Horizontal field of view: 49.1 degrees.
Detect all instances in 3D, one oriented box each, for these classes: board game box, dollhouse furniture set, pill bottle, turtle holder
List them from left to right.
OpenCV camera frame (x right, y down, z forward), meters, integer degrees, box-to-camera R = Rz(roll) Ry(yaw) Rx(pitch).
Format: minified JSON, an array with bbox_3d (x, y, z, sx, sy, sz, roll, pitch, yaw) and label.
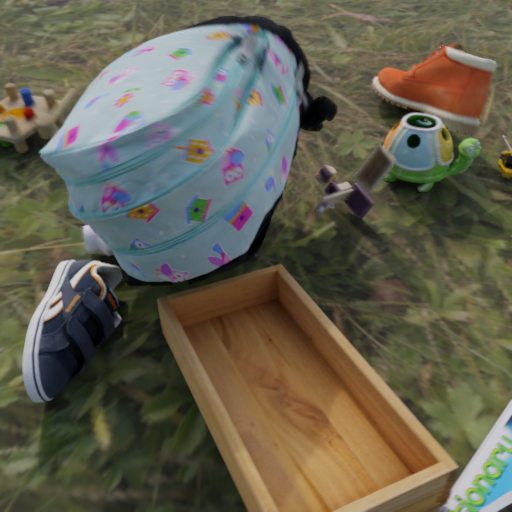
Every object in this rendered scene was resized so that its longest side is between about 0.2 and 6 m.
[{"bbox_3d":[-1.999,-0.301,8.303,1.013,0.564,0.564,-7,46,-8],"label":"pill bottle"},{"bbox_3d":[1.312,-1.214,8.403,0.922,1.299,1.029,-20,66,-37],"label":"dollhouse furniture set"},{"bbox_3d":[2.812,-1.732,9.324,1.099,1.028,1.447,-31,48,-26],"label":"turtle holder"},{"bbox_3d":[2.729,3.055,4.908,2.506,0.687,3.969,34,54,28],"label":"board game box"}]

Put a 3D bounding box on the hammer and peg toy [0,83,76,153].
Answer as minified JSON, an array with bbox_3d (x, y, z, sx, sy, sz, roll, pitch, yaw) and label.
[{"bbox_3d":[-4.174,-2.522,10.299,1.954,0.689,1.437,15,47,22],"label":"hammer and peg toy"}]

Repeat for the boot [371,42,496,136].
[{"bbox_3d":[3.282,-3.319,10.469,0.994,1.420,2.649,-4,30,-32],"label":"boot"}]

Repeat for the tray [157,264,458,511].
[{"bbox_3d":[0.271,1.429,6.076,1.721,0.646,3.489,-15,37,-19],"label":"tray"}]

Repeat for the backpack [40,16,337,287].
[{"bbox_3d":[-0.969,-1.484,7.472,3.301,2.504,3.956,-18,37,28],"label":"backpack"}]

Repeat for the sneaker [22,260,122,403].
[{"bbox_3d":[-2.223,0.815,7.010,0.848,0.838,2.136,-4,44,4],"label":"sneaker"}]

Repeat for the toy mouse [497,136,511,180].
[{"bbox_3d":[4.832,-1.300,9.444,1.511,0.329,1.700,15,48,15],"label":"toy mouse"}]
